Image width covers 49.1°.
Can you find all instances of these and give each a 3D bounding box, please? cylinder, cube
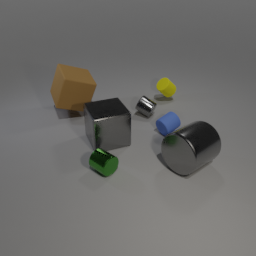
[{"bbox_3d":[2.040,0.617,9.074,1.400,1.400,1.400,-22,38,-37],"label":"cylinder"},{"bbox_3d":[-2.354,-1.698,11.922,1.400,1.400,1.400,6,34,-31],"label":"cube"},{"bbox_3d":[0.787,-0.936,12.148,0.700,0.700,0.700,34,40,9],"label":"cylinder"},{"bbox_3d":[-0.781,1.101,9.040,0.700,0.700,0.700,25,40,34],"label":"cylinder"},{"bbox_3d":[1.556,-0.175,10.866,0.700,0.700,0.700,-33,43,-22],"label":"cylinder"},{"bbox_3d":[1.823,-1.922,13.309,0.700,0.700,0.700,32,6,-43],"label":"cylinder"},{"bbox_3d":[-0.772,-0.137,10.378,1.400,1.400,1.400,-12,34,-18],"label":"cube"}]
